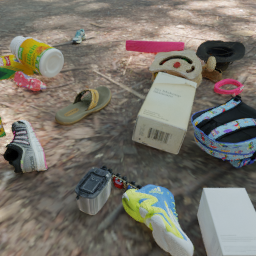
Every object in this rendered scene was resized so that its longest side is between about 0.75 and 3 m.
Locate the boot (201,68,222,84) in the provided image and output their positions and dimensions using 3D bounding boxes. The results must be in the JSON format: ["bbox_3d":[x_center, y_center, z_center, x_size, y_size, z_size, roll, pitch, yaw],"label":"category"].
[{"bbox_3d":[3.007,-2.117,10.447,0.474,0.486,1.288,-22,40,-25],"label":"boot"}]

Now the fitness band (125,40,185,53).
[{"bbox_3d":[1.053,-3.291,11.308,2.060,0.537,2.868,-2,17,-20],"label":"fitness band"}]

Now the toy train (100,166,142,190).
[{"bbox_3d":[-0.172,1.164,6.084,1.199,0.205,0.275,24,45,29],"label":"toy train"}]

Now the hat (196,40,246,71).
[{"bbox_3d":[3.627,-2.747,11.071,2.018,0.814,2.018,-6,39,5],"label":"hat"}]

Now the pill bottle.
[{"bbox_3d":[-3.288,-2.593,9.950,1.853,1.029,1.029,29,44,23],"label":"pill bottle"}]

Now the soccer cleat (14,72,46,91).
[{"bbox_3d":[-3.490,-1.629,9.867,1.483,0.495,0.567,23,10,37],"label":"soccer cleat"}]

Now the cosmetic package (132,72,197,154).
[{"bbox_3d":[1.062,-0.504,7.617,1.245,0.879,2.404,17,40,6],"label":"cosmetic package"}]

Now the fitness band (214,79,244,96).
[{"bbox_3d":[3.506,-1.414,9.717,1.136,0.213,0.816,-26,41,-33],"label":"fitness band"}]

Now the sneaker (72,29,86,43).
[{"bbox_3d":[-2.469,-4.545,13.800,0.465,0.518,1.199,7,36,10],"label":"sneaker"}]

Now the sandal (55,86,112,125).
[{"bbox_3d":[-1.295,-0.821,8.521,0.891,0.599,2.219,24,42,30],"label":"sandal"}]

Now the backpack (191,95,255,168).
[{"bbox_3d":[2.395,0.153,6.641,1.775,1.194,1.620,-16,39,-22],"label":"backpack"}]

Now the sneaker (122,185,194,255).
[{"bbox_3d":[0.694,1.557,5.160,0.901,0.650,1.716,-25,41,-31],"label":"sneaker"}]

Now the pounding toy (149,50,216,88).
[{"bbox_3d":[1.983,-1.887,10.052,2.273,1.304,1.300,-1,63,14],"label":"pounding toy"}]

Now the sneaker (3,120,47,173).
[{"bbox_3d":[-2.606,0.427,6.699,0.808,0.682,1.848,-15,42,-30],"label":"sneaker"}]

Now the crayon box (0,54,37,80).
[{"bbox_3d":[-4.464,-2.407,10.837,1.959,0.498,1.244,-16,39,-22],"label":"crayon box"}]

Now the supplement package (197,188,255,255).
[{"bbox_3d":[1.737,1.758,4.750,0.785,0.795,1.311,0,36,0],"label":"supplement package"}]

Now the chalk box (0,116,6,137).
[{"bbox_3d":[-3.927,-0.016,7.331,1.109,0.692,0.687,-27,43,-31],"label":"chalk box"}]

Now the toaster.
[{"bbox_3d":[-0.692,1.286,5.572,0.529,0.601,0.931,14,37,20],"label":"toaster"}]
